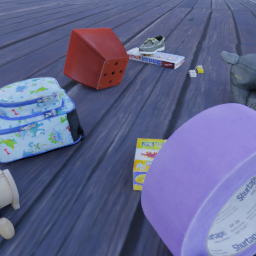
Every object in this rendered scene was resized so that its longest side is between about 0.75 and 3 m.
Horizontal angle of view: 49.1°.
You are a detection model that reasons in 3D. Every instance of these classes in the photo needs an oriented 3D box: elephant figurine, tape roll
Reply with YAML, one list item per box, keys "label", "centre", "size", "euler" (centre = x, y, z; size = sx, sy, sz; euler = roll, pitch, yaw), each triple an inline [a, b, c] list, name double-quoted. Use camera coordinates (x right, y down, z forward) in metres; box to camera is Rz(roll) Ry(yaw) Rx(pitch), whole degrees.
- label: "elephant figurine"
  centre: [4.903, -1.789, 9.687]
  size: [2.938, 2.279, 2.079]
  euler: [-28, 31, -34]
- label: "tape roll"
  centre: [1.588, 1.001, 4.462]
  size: [2.592, 2.592, 1.101]
  euler: [-15, 35, -23]

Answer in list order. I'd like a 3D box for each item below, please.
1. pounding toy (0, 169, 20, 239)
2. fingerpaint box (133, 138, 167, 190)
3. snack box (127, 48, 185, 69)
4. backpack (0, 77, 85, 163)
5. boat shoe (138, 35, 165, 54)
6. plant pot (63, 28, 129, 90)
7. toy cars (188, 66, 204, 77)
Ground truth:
- label: "pounding toy"
  centre: [-2.796, 1.313, 5.470]
  size: [1.025, 1.021, 1.786]
  euler: [-26, 40, -35]
- label: "fingerpaint box"
  centre: [0.958, 0.866, 6.599]
  size: [1.592, 0.584, 1.328]
  euler: [2, 31, 5]
- label: "snack box"
  centre: [1.293, -3.489, 13.866]
  size: [2.836, 0.345, 1.019]
  euler: [21, 37, 30]
- label: "backpack"
  centre: [-2.606, -0.307, 7.382]
  size: [2.324, 1.708, 2.126]
  euler: [-21, 30, -14]
- label: "boat shoe"
  centre: [1.179, -4.159, 13.967]
  size: [0.841, 0.703, 2.353]
  euler: [16, 30, 25]
- label: "plant pot"
  centre: [-1.110, -2.592, 10.948]
  size: [1.941, 1.939, 1.710]
  euler: [-21, 55, -42]
- label: "toy cars"
  centre: [3.027, -2.555, 12.439]
  size: [0.541, 0.267, 1.207]
  euler: [24, 39, 34]
